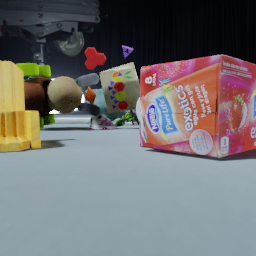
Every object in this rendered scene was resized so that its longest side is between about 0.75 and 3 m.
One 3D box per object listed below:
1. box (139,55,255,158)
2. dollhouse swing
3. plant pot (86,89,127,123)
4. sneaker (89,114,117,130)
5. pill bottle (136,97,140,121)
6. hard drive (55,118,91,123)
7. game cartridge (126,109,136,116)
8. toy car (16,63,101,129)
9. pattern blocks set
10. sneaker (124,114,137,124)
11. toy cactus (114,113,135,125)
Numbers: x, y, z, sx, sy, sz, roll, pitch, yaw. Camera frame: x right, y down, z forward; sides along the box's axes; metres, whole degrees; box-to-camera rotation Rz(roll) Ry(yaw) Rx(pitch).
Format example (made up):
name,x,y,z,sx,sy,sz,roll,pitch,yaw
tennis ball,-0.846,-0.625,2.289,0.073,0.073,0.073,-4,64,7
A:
name,x,y,z,sx,sy,sz,roll,pitch,yaw
box,1.646,-0.360,4.947,2.857,1.364,1.424,-4,5,-44
dollhouse swing,-2.591,-0.485,4.879,1.887,1.659,1.715,-1,3,-25
plant pot,-0.948,-1.109,14.536,2.486,1.666,2.486,0,3,0
sneaker,-0.810,-0.217,9.582,0.469,0.508,1.152,3,5,42
pill bottle,1.530,-0.862,8.891,1.650,1.650,2.962,2,18,34
hard drive,-2.710,-0.383,14.249,1.875,0.250,1.237,0,4,4
game cartridge,1.622,-0.602,12.034,2.913,0.559,1.888,7,-1,27
toy car,-2.176,-1.108,9.391,2.550,2.095,2.012,-2,9,6
pattern blocks set,-0.236,-1.349,9.619,2.531,2.879,0.233,-2,26,-1
sneaker,0.150,-0.564,13.529,0.502,0.705,1.421,-3,3,-15
toy cactus,-0.194,-0.315,12.169,0.947,0.587,1.147,-20,10,-10
